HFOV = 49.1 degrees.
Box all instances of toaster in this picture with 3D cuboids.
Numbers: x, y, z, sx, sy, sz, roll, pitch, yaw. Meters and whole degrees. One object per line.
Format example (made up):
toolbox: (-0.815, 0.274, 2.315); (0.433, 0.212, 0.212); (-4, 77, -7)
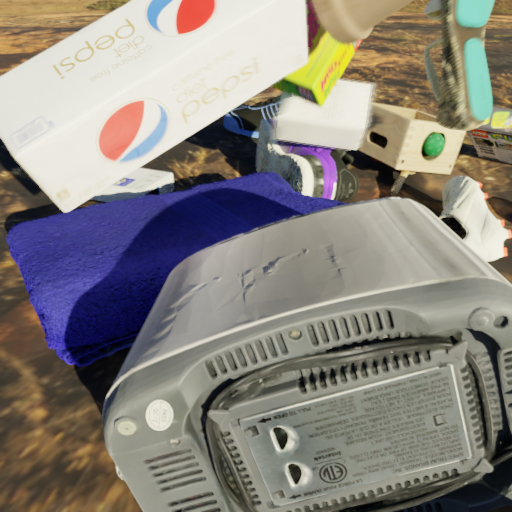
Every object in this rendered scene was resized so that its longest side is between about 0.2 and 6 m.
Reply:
toaster: (0.614, 0.754, 4.408); (3.400, 1.932, 2.196); (-18, 25, 7)

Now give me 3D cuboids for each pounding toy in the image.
pounding toy: (2.949, -2.095, 11.049); (1.751, 1.352, 1.902); (-1, 27, -29)

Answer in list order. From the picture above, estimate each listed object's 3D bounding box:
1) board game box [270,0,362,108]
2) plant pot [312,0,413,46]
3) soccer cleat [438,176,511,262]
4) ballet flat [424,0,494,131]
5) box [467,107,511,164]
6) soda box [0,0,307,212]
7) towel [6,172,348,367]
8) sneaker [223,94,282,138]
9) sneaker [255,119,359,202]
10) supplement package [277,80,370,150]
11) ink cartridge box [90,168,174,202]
board game box: (0.141, -3.116, 7.799); (2.426, 1.232, 0.578); (29, -3, 24)
plant pot: (1.174, -2.807, 5.589); (0.972, 1.115, 1.115); (-7, 20, 37)
soccer cleat: (3.174, -0.652, 8.714); (0.864, 0.772, 2.228); (-2, 31, 2)
ballet flat: (2.958, -3.258, 8.320); (0.932, 2.749, 1.035); (-9, 13, -35)
box: (5.646, -2.110, 10.720); (2.932, 0.509, 1.613); (22, -2, 34)
soda box: (-1.021, -1.826, 5.683); (3.149, 1.072, 1.002); (-34, 65, -8)
towel: (-0.894, -0.056, 7.467); (4.239, 1.050, 3.130); (-15, 25, -24)
sneaker: (0.687, -3.460, 13.332); (3.115, 1.213, 1.092); (10, 31, 17)
sneaker: (0.966, -1.720, 10.495); (1.511, 1.056, 3.038); (-3, 32, -17)
supplement package: (1.070, -2.317, 9.046); (1.351, 0.809, 0.819); (10, -13, 3)
ink cartridge box: (-2.660, -1.357, 10.343); (2.054, 0.403, 1.022); (13, 31, 20)
